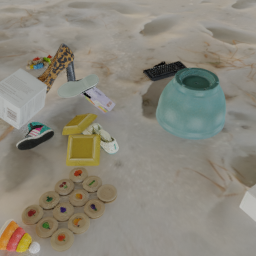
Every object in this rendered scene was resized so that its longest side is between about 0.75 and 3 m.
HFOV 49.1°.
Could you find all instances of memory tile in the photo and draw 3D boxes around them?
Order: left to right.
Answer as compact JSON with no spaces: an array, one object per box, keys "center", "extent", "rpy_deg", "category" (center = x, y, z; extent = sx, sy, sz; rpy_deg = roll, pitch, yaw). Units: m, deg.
[{"center":[-1.696,2.284,8.390],"extent":[1.917,0.210,2.501],"rpy_deg":[28,49,27],"category":"memory tile"}]

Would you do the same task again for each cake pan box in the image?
[{"center":[-1.263,-1.202,10.970],"extent":[1.480,1.363,0.387],"rpy_deg":[40,76,-12],"category":"cake pan box"}]

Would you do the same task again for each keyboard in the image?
[{"center":[1.845,-3.014,14.197],"extent":[2.168,0.278,1.302],"rpy_deg":[-18,45,-20],"category":"keyboard"}]

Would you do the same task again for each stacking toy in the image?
[{"center":[-2.847,2.994,7.394],"extent":[1.124,0.821,0.821],"rpy_deg":[25,45,-1],"category":"stacking toy"}]

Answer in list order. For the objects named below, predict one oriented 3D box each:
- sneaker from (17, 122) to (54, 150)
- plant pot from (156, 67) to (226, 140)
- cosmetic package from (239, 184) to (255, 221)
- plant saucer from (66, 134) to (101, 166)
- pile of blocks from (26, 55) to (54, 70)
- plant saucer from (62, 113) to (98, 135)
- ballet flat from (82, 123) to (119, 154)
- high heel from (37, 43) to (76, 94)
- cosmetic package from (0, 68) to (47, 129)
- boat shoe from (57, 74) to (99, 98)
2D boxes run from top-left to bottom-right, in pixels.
[{"center":[-3.571,0.222,10.354],"extent":[1.424,0.596,0.860],"rpy_deg":[-26,53,-37],"category":"sneaker"},{"center":[2.553,-1.176,10.974],"extent":[2.797,1.874,2.797],"rpy_deg":[0,42,0],"category":"plant pot"},{"center":[4.178,1.937,8.280],"extent":[1.637,0.881,0.695],"rpy_deg":[-24,48,-26],"category":"cosmetic package"},{"center":[-1.558,0.714,9.700],"extent":[1.167,0.283,1.167],"rpy_deg":[-1,66,3],"category":"plant saucer"},{"center":[-4.506,-3.440,14.493],"extent":[1.576,0.490,0.647],"rpy_deg":[-25,48,-24],"category":"pile of blocks"},{"center":[-1.888,-0.201,10.710],"extent":[1.137,0.276,1.137],"rpy_deg":[-5,32,39],"category":"plant saucer"},{"center":[-1.059,0.199,10.370],"extent":[0.684,0.684,1.970],"rpy_deg":[-31,51,-30],"category":"ballet flat"},{"center":[-3.769,-2.522,12.267],"extent":[2.960,2.110,1.057],"rpy_deg":[-18,45,-19],"category":"high heel"},{"center":[-4.290,-1.156,11.056],"extent":[1.370,1.378,1.647],"rpy_deg":[32,47,4],"category":"cosmetic package"},{"center":[-1.432,-1.187,8.189],"extent":[1.254,0.378,0.474],"rpy_deg":[-18,88,-5],"category":"boat shoe"}]
